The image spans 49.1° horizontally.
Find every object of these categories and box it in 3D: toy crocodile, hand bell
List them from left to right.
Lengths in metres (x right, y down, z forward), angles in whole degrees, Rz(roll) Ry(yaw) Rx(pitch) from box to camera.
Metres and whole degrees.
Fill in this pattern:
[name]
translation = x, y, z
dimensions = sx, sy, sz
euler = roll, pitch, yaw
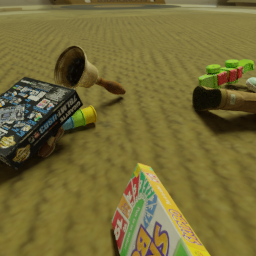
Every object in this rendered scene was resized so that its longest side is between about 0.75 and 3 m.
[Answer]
[hand bell]
translation = -1.004, -1.658, 9.967
dimensions = 1.500, 1.500, 2.881
euler = 26, 7, 38
[toy crocodile]
translation = 4.039, -2.184, 11.575
dimensions = 2.878, 0.971, 0.889
euler = -21, 27, -27

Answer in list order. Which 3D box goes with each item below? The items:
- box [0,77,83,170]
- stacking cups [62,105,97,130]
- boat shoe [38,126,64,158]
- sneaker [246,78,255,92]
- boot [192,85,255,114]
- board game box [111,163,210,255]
[box]
translation = -3.028, -0.329, 7.908
dimensions = 2.584, 0.642, 2.565
euler = 18, 55, 35
[stacking cups]
translation = -1.943, -0.130, 8.704
dimensions = 1.946, 0.589, 0.589
euler = -22, 36, -24
[boat shoe]
translation = -2.122, 0.307, 7.586
dimensions = 0.391, 0.382, 1.033
euler = 19, 60, 14
[sneaker]
translation = 5.934, -1.906, 10.505
dimensions = 1.034, 1.658, 2.810
euler = -13, 30, -38
[boot]
translation = 3.828, -0.866, 9.658
dimensions = 2.640, 0.873, 2.312
euler = 4, 11, -14
[board game box]
translation = 0.340, 1.668, 4.073
dimensions = 0.411, 1.311, 2.744
euler = 19, 12, -20
